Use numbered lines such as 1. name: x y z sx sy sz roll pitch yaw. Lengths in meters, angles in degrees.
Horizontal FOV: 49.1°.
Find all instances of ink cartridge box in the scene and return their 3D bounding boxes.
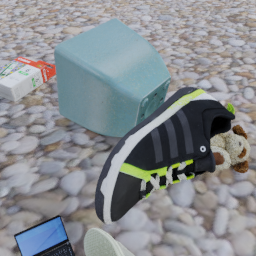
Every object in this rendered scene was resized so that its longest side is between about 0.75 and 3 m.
1. ink cartridge box: -3.948 -2.148 10.868 1.471 0.680 2.700 22 47 23

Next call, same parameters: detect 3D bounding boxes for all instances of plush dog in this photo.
1. plush dog: 2.647 0.544 7.669 1.438 1.343 1.674 14 64 -8

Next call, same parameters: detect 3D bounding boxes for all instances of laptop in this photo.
1. laptop: -1.615 2.526 5.630 0.988 0.576 1.114 -20 45 -21

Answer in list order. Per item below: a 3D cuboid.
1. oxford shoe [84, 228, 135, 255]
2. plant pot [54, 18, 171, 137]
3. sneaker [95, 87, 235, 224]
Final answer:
1. oxford shoe: -0.099 2.701 5.468 2.074 0.780 0.599 25 5 36
2. plant pot: -0.293 -1.263 8.555 2.680 2.631 2.624 34 52 21
3. sneaker: 0.715 0.374 4.210 1.185 1.026 2.862 31 62 26
